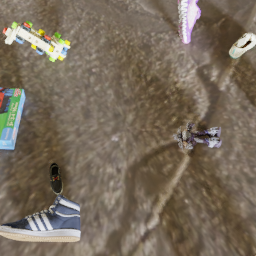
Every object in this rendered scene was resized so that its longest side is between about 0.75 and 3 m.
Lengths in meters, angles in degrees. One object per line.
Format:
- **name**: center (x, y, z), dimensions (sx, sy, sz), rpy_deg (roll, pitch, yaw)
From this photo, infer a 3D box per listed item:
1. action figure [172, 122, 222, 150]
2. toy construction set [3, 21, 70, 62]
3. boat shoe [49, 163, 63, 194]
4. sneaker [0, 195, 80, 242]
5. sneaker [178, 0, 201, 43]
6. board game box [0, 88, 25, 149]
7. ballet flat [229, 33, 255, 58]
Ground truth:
- **action figure**: center (1.895, 0.230, 7.802), dimensions (1.320, 0.458, 0.859), rpy_deg (1, 59, 5)
- **toy construction set**: center (-3.026, -2.960, 9.306), dimensions (2.199, 1.013, 1.442), rpy_deg (14, 24, -16)
- **boat shoe**: center (-1.853, 1.277, 7.145), dimensions (0.303, 0.259, 0.828), rpy_deg (-11, 56, -9)
- **sneaker**: center (-1.933, 2.026, 6.346), dimensions (1.759, 0.616, 0.954), rpy_deg (4, 58, -5)
- **sneaker**: center (2.291, -4.061, 10.316), dimensions (0.799, 0.727, 1.807), rpy_deg (-2, 95, -4)
- **board game box**: center (-4.479, -0.354, 8.016), dimensions (2.604, 0.476, 1.969), rpy_deg (1, 54, -8)
- **ballet flat**: center (4.302, -3.139, 10.218), dimensions (0.571, 0.528, 1.693), rpy_deg (33, 60, 22)
